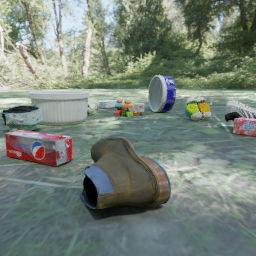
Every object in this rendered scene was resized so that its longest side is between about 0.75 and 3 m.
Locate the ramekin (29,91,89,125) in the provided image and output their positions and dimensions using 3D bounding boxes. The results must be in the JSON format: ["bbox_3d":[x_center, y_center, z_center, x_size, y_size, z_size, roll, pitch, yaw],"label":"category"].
[{"bbox_3d":[-3.100,-0.966,12.825,2.657,1.395,2.657,1,10,0],"label":"ramekin"}]

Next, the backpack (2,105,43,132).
[{"bbox_3d":[-3.923,-0.372,10.636,1.279,0.980,1.124,-8,12,11],"label":"backpack"}]

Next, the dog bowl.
[{"bbox_3d":[1.966,-2.000,16.452,0.837,2.124,2.124,0,10,-19],"label":"dog bowl"}]

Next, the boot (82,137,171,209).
[{"bbox_3d":[-0.436,0.704,4.983,1.178,0.908,2.429,-3,13,-31],"label":"boot"}]

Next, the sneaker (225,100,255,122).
[{"bbox_3d":[4.707,-0.263,10.855,2.102,0.920,0.775,26,-15,17],"label":"sneaker"}]

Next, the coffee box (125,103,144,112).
[{"bbox_3d":[0.363,-1.134,15.458,1.074,0.428,0.614,1,10,5],"label":"coffee box"}]

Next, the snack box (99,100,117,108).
[{"bbox_3d":[-1.435,-1.630,19.050,1.200,0.482,1.423,8,14,42],"label":"snack box"}]

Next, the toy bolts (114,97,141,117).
[{"bbox_3d":[-0.056,-1.199,15.267,1.409,0.978,1.346,10,14,44],"label":"toy bolts"}]

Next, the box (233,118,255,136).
[{"bbox_3d":[4.422,-0.030,9.950,0.583,0.559,1.170,-8,13,-43],"label":"box"}]

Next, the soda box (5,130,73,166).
[{"bbox_3d":[-2.241,0.469,6.983,1.811,0.634,0.574,6,12,30],"label":"soda box"}]

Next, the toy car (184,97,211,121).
[{"bbox_3d":[3.317,-0.835,13.673,1.284,1.124,0.963,-6,-23,-26],"label":"toy car"}]

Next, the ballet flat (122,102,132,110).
[{"bbox_3d":[-0.084,-1.446,18.116,0.464,0.501,1.487,-7,8,16],"label":"ballet flat"}]

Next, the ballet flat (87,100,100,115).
[{"bbox_3d":[-2.391,-1.002,15.142,2.577,0.895,0.895,-12,15,-42],"label":"ballet flat"}]
